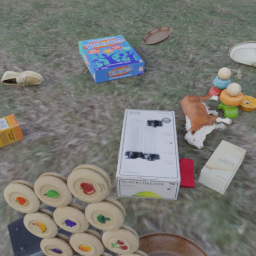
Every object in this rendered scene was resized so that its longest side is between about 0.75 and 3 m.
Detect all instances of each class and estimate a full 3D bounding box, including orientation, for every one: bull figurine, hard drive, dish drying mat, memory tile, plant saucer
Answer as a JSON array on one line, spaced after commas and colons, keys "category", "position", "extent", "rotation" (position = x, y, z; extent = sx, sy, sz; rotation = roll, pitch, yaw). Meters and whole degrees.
[{"category": "bull figurine", "position": [2.501, -0.332, 9.420], "extent": [1.475, 0.791, 2.430], "rotation": [0, 42, -2]}, {"category": "hard drive", "position": [-1.915, 2.411, 6.627], "extent": [1.601, 0.339, 1.080], "rotation": [-19, 45, -21]}, {"category": "dish drying mat", "position": [1.700, 1.293, 8.089], "extent": [0.395, 0.094, 1.028], "rotation": [6, 43, 5]}, {"category": "memory tile", "position": [-0.866, 1.881, 5.046], "extent": [2.062, 2.690, 0.226], "rotation": [-14, 27, 21]}, {"category": "plant saucer", "position": [1.147, -3.565, 10.938], "extent": [1.241, 0.199, 1.241], "rotation": [-18, 39, 15]}, {"category": "plant saucer", "position": [0.674, 3.137, 5.519], "extent": [2.261, 0.414, 2.261], "rotation": [-8, 33, 6]}]

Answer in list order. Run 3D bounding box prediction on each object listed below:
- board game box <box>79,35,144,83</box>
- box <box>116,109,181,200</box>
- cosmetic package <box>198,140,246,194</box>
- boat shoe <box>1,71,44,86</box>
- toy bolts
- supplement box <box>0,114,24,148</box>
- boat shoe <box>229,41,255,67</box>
[{"category": "board game box", "position": [-0.835, -3.249, 12.812], "extent": [2.225, 0.658, 2.925], "rotation": [-14, 43, -16]}, {"category": "box", "position": [0.599, 0.655, 8.231], "extent": [1.653, 0.852, 2.834], "rotation": [2, 41, 2]}, {"category": "cosmetic package", "position": [2.706, 1.079, 7.995], "extent": [0.769, 0.543, 1.486], "rotation": [25, 46, 26]}, {"category": "boat shoe", "position": [-4.300, -1.944, 11.414], "extent": [1.741, 0.628, 0.565], "rotation": [6, 52, 9]}, {"category": "toy bolts", "position": [3.920, -1.432, 10.319], "extent": [1.689, 1.226, 1.768], "rotation": [-12, 43, -13]}, {"category": "supplement box", "position": [-4.431, 0.324, 8.739], "extent": [2.084, 0.693, 0.717], "rotation": [-22, 48, -23]}, {"category": "boat shoe", "position": [5.961, -3.180, 12.457], "extent": [2.765, 1.033, 0.945], "rotation": [5, 36, 4]}]
